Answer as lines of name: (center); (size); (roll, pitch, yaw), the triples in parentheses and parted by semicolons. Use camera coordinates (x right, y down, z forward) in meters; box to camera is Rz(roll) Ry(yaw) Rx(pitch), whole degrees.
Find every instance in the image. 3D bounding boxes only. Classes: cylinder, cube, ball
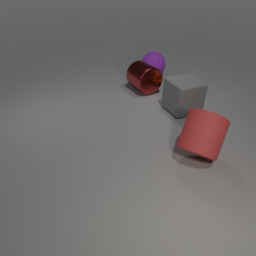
cylinder: (0.834, -2.614, 14.429); (1.400, 1.400, 1.400); (-16, 35, -24)
cylinder: (2.519, 0.219, 9.409); (1.400, 1.400, 1.400); (20, -1, 0)
cube: (2.492, -1.473, 12.573); (1.400, 1.400, 1.400); (-13, 37, -23)
ball: (1.474, -3.708, 16.229); (1.400, 1.400, 1.400); (0, 32, 0)
